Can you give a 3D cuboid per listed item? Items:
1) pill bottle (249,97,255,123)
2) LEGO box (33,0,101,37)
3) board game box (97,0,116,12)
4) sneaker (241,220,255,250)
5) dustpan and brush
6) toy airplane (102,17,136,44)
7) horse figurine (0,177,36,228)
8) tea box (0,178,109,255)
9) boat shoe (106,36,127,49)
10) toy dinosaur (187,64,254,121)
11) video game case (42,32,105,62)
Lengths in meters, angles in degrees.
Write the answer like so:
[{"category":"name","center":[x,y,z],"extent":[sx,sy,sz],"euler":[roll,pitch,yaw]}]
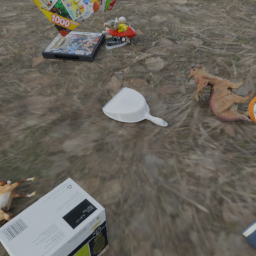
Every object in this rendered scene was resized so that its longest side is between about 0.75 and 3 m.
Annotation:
[{"category":"pill bottle","center":[2.692,-0.303,4.610],"extent":[0.850,0.850,1.599],"euler":[-8,5,-9]},{"category":"LEGO box","center":[-1.999,-4.013,8.344],"extent":[1.480,1.988,0.767],"euler":[-34,26,13]},{"category":"board game box","center":[-1.457,-5.064,10.149],"extent":[2.297,1.097,0.344],"euler":[14,57,-24]},{"category":"sneaker","center":[3.148,1.983,5.644],"extent":[1.756,0.616,0.720],"euler":[-22,57,-18]},{"category":"dustpan and brush","center":[0.353,-0.515,8.647],"extent":[1.920,0.549,1.340],"euler":[19,51,31]},{"category":"toy airplane","center":[-0.418,-4.525,12.769],"extent":[1.493,1.058,1.500],"euler":[12,14,-13]},{"category":"horse figurine","center":[-2.575,1.668,6.054],"extent":[1.049,0.395,1.583],"euler":[-8,44,0]},{"category":"tea box","center":[-1.207,1.970,4.895],"extent":[0.987,1.453,1.477],"euler":[32,50,32]},{"category":"boat shoe","center":[-0.494,-3.932,12.646],"extent":[1.208,0.409,0.433],"euler":[-25,47,-27]},{"category":"toy dinosaur","center":[2.872,-0.891,8.720],"extent":[1.615,1.023,2.382],"euler":[-13,57,1]},{"category":"video game case","center":[-2.329,-3.685,12.436],"extent":[2.162,0.305,2.393],"euler":[6,41,7]}]
